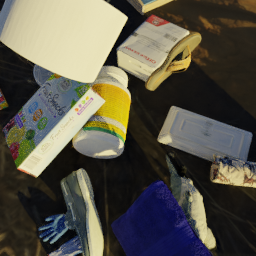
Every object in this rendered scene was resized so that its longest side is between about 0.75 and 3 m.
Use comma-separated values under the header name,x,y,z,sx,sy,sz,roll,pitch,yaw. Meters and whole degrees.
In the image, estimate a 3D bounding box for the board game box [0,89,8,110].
name,x,y,z,sx,sy,sz,roll,pitch,yaw
board game box,-5.058,-1.395,9.579,1.120,0.351,2.344,-28,61,-16

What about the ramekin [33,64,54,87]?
name,x,y,z,sx,sy,sz,roll,pitch,yaw
ramekin,-2.279,-1.718,9.444,1.590,0.835,1.590,0,60,0

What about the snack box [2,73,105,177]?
name,x,y,z,sx,sy,sz,roll,pitch,yaw
snack box,-2.158,-0.317,7.795,2.753,0.729,1.958,-47,47,1

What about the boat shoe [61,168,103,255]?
name,x,y,z,sx,sy,sz,roll,pitch,yaw
boat shoe,-1.229,2.275,7.214,0.765,0.901,2.476,-20,58,5

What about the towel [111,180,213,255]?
name,x,y,z,sx,sy,sz,roll,pitch,yaw
towel,0.946,2.899,6.265,0.731,2.180,2.953,-5,53,-43

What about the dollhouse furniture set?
name,x,y,z,sx,sy,sz,roll,pitch,yaw
dollhouse furniture set,0.782,-6.615,11.099,1.864,2.857,2.697,-29,64,-17

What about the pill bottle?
name,x,y,z,sx,sy,sz,roll,pitch,yaw
pill bottle,-0.696,-0.525,8.394,1.462,1.462,2.593,5,60,3

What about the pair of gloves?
name,x,y,z,sx,sy,sz,roll,pitch,yaw
pair of gloves,-1.612,2.831,7.220,1.135,0.161,1.412,-25,63,-14

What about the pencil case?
name,x,y,z,sx,sy,sz,roll,pitch,yaw
pencil case,3.275,1.216,7.816,1.845,0.718,0.825,7,78,5

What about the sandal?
name,x,y,z,sx,sy,sz,roll,pitch,yaw
sandal,1.158,-1.522,6.862,0.492,1.820,0.731,52,27,18

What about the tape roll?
name,x,y,z,sx,sy,sz,roll,pitch,yaw
tape roll,-1.578,-2.557,6.795,2.661,2.661,1.827,37,109,19

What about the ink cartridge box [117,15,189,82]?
name,x,y,z,sx,sy,sz,roll,pitch,yaw
ink cartridge box,0.879,-2.807,10.011,1.634,0.923,2.227,32,65,17

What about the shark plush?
name,x,y,z,sx,sy,sz,roll,pitch,yaw
shark plush,1.223,1.987,7.195,1.229,1.340,2.951,-20,68,24

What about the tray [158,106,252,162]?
name,x,y,z,sx,sy,sz,roll,pitch,yaw
tray,2.407,0.224,8.641,2.696,0.299,1.448,20,61,11
